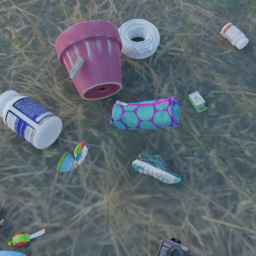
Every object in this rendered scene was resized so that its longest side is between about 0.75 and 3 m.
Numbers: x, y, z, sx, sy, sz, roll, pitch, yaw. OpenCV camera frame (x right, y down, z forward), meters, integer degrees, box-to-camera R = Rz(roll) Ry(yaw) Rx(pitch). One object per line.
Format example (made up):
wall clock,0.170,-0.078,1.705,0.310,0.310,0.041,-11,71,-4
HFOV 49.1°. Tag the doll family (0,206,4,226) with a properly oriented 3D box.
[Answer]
doll family,-4.975,3.070,8.995,1.743,0.785,1.082,-5,63,-3

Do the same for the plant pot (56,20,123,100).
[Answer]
plant pot,-1.325,-2.474,11.012,2.593,2.593,2.321,-14,79,-7

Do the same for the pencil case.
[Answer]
pencil case,0.558,-0.483,9.160,2.265,1.047,0.964,-2,40,28

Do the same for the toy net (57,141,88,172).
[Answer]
toy net,-1.603,0.779,8.738,0.373,1.931,1.013,24,96,2

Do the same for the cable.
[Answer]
cable,0.465,-4.035,12.673,1.950,0.675,1.950,27,66,14

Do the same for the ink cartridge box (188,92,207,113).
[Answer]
ink cartridge box,2.840,-1.065,11.401,0.421,0.241,0.811,-24,66,-11

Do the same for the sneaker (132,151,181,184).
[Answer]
sneaker,1.088,1.346,9.965,1.782,0.691,0.813,24,62,10

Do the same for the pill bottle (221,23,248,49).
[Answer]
pill bottle,4.859,-4.171,12.750,0.644,0.644,1.175,-29,67,-14

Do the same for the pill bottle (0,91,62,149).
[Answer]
pill bottle,-3.728,-0.365,10.429,2.327,1.346,1.346,33,68,16

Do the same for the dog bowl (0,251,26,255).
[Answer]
dog bowl,-4.028,4.046,8.364,2.040,1.137,0.506,0,52,0

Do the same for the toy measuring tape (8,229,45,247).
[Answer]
toy measuring tape,-3.273,3.510,8.993,1.162,0.427,0.427,-19,65,-9

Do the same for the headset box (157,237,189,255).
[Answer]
headset box,1.333,4.026,8.705,0.855,0.444,1.149,21,67,10

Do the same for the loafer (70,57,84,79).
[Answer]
loafer,-1.785,-2.099,9.896,0.281,0.281,0.804,34,99,29
